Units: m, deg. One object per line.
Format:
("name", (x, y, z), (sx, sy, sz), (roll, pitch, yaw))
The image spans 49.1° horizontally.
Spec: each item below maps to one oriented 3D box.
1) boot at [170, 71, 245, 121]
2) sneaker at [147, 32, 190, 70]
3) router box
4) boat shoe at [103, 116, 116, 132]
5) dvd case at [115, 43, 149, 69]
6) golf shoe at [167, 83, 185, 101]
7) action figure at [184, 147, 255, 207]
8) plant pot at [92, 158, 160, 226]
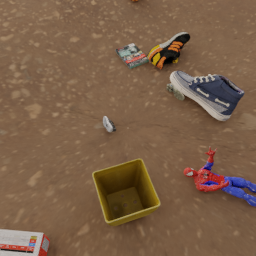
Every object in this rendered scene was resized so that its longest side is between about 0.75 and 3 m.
("boot", (2.700, -1.504, 9.710), (2.647, 1.196, 0.963), (42, 43, 22))
("sneaker", (1.829, -3.061, 11.333), (2.165, 0.757, 0.974), (-32, 75, -20))
("router box", (-3.534, 3.656, 6.453), (2.797, 0.683, 2.511), (4, 55, 3))
("boat shoe", (-0.604, -0.129, 9.376), (0.276, 0.292, 0.835), (5, 26, -27))
("dvd case", (0.162, -2.999, 11.567), (0.916, 0.138, 1.255), (-26, 59, -17))
("golf shoe", (1.835, -1.383, 10.300), (0.433, 0.348, 0.890), (-27, 60, -25))
("action figure", (2.921, 1.426, 7.727), (2.713, 1.343, 0.885), (14, 55, 13))
("plant pot", (-0.074, 1.845, 7.432), (1.379, 1.216, 1.379), (-15, 56, -11))
